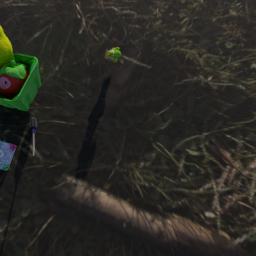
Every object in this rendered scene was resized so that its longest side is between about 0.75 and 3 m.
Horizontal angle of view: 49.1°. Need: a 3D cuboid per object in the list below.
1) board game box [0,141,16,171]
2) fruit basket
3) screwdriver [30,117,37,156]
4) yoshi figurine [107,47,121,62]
[{"bbox_3d":[-3.787,0.772,8.194,0.782,0.101,0.782,16,74,-6],"label":"board game box"},{"bbox_3d":[-3.995,-1.829,8.265,2.607,2.607,1.880,15,65,7],"label":"fruit basket"},{"bbox_3d":[-2.817,0.264,8.322,0.219,0.229,1.571,12,43,-28],"label":"screwdriver"},{"bbox_3d":[-0.417,-2.482,9.423,0.466,0.832,0.468,-34,106,13],"label":"yoshi figurine"}]
